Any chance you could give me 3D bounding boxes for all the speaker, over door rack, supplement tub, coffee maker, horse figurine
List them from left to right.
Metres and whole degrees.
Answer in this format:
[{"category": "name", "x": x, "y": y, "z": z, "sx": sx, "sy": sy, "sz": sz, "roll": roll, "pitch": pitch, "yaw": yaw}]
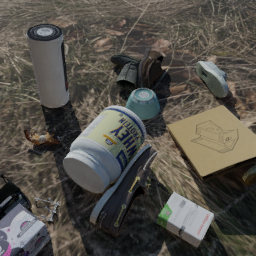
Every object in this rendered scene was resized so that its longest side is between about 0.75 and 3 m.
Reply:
[{"category": "coffee maker", "x": -3.532, "y": 2.160, "z": 7.585, "sx": 1.300, "sy": 0.911, "sz": 1.353, "roll": 21, "pitch": 48, "yaw": 37}, {"category": "horse figurine", "x": -2.978, "y": 0.287, "z": 9.670, "sx": 1.226, "sy": 0.306, "sz": 0.813, "roll": -3, "pitch": 52, "yaw": -13}, {"category": "over door rack", "x": -2.378, "y": 2.255, "z": 7.849, "sx": 0.764, "sy": 0.255, "sz": 0.565, "roll": 8, "pitch": 46, "yaw": 8}, {"category": "speaker", "x": -2.849, "y": -2.151, "z": 10.229, "sx": 1.189, "sy": 2.927, "sz": 1.189, "roll": 3, "pitch": 45, "yaw": -3}, {"category": "supplement tub", "x": -0.665, "y": 0.607, "z": 8.431, "sx": 1.685, "sy": 1.685, "sz": 2.325, "roll": 22, "pitch": 50, "yaw": 20}]

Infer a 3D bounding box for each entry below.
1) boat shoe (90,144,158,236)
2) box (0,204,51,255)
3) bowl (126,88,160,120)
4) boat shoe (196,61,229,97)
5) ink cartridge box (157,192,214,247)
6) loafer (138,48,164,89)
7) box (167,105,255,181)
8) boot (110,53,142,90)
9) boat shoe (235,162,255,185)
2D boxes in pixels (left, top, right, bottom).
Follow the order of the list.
[{"category": "boat shoe", "x": 0.118, "y": 1.657, "z": 7.930, "sx": 0.855, "sy": 1.033, "sz": 2.874, "roll": 30, "pitch": 56, "yaw": 17}, {"category": "box", "x": -2.829, "y": 2.852, "z": 6.828, "sx": 1.024, "sy": 0.889, "sz": 1.550, "roll": 27, "pitch": 52, "yaw": 24}, {"category": "bowl", "x": 0.569, "y": -1.021, "z": 10.674, "sx": 1.339, "sy": 0.700, "sz": 1.339, "roll": -1, "pitch": 47, "yaw": 1}, {"category": "boat shoe", "x": 3.670, "y": -2.143, "z": 11.645, "sx": 0.840, "sy": 0.823, "sz": 2.358, "roll": -12, "pitch": 43, "yaw": -9}, {"category": "ink cartridge box", "x": 1.532, "y": 2.436, "z": 7.487, "sx": 1.216, "sy": 0.513, "sz": 0.888, "roll": 27, "pitch": 52, "yaw": 23}, {"category": "loafer", "x": 1.012, "y": -2.526, "z": 11.861, "sx": 0.956, "sy": 0.984, "sz": 2.694, "roll": 9, "pitch": 49, "yaw": 9}, {"category": "box", "x": 2.789, "y": 0.346, "z": 9.039, "sx": 2.220, "sy": 0.289, "sz": 2.716, "roll": -20, "pitch": 36, "yaw": -4}, {"category": "boot", "x": -0.222, "y": -2.456, "z": 12.185, "sx": 1.628, "sy": 0.650, "sz": 1.791, "roll": 11, "pitch": 54, "yaw": 13}, {"category": "boat shoe", "x": 4.434, "y": 0.719, "z": 8.801, "sx": 2.730, "sy": 0.999, "sz": 0.885, "roll": -27, "pitch": 57, "yaw": -24}]
